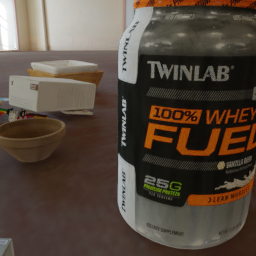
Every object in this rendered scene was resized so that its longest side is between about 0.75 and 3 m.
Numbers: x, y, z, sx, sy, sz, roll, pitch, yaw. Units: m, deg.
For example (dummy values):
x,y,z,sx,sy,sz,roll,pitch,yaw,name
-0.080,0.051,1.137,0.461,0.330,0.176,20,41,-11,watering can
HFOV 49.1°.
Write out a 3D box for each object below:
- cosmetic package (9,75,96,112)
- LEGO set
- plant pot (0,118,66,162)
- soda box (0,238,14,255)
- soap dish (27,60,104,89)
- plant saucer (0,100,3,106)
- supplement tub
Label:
x,y,z,sx,sy,sz,roll,pitch,yaw,name
-1.989,-0.942,7.706,1.126,0.820,2.215,15,15,30,cosmetic package
-2.671,-0.419,7.824,2.756,0.676,2.059,-1,14,-42,LEGO set
-1.825,0.257,5.325,1.287,0.594,1.287,0,18,0,plant pot
-1.667,1.276,2.573,1.140,0.389,0.362,0,18,1,soda box
-2.688,-2.195,11.873,2.181,1.126,2.772,-14,23,-37,soap dish
-4.668,-0.438,7.705,2.296,0.407,2.296,0,18,0,plant saucer
0.693,-0.187,3.285,1.656,2.702,1.656,0,18,0,supplement tub
